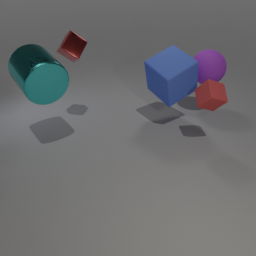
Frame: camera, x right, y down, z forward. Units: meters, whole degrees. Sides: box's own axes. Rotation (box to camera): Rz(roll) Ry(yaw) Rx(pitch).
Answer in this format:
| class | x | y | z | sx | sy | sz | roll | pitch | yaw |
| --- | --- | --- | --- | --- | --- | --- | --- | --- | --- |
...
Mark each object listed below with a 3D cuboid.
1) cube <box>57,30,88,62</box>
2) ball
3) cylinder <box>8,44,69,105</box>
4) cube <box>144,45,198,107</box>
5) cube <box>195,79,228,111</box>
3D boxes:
| class | x | y | z | sx | sy | sz | roll | pitch | yaw |
| --- | --- | --- | --- | --- | --- | --- | --- | --- | --- |
| cube | -1.924 | -2.786 | 9.622 | 0.700 | 0.700 | 0.700 | 30 | -9 | -23 |
| ball | 3.229 | -2.438 | 11.275 | 1.400 | 1.400 | 1.400 | 0 | 30 | 0 |
| cylinder | -2.723 | -1.638 | 8.532 | 1.400 | 1.400 | 1.400 | -20 | 46 | -31 |
| cube | 1.615 | -1.942 | 10.464 | 1.400 | 1.400 | 1.400 | -32 | 53 | -14 |
| cube | 2.713 | -1.062 | 9.172 | 0.700 | 0.700 | 0.700 | 10 | 62 | -25 |
